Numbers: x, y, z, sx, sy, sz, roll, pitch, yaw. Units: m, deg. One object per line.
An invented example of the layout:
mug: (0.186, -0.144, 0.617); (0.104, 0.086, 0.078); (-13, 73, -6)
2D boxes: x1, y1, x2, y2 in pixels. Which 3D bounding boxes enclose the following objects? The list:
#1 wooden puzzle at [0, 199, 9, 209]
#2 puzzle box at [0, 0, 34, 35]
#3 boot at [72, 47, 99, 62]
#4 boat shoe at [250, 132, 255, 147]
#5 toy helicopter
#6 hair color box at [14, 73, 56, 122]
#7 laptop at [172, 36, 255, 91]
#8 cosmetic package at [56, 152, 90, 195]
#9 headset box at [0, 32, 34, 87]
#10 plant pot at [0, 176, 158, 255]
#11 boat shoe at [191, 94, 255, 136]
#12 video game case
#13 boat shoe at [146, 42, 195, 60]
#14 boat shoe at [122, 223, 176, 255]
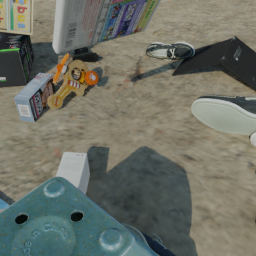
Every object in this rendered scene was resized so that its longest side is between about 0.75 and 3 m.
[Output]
wooden puzzle: (-3.770, 1.868, 5.479); (1.617, 0.280, 2.397); (29, 46, 32)
puzzle box: (-3.613, -4.032, 8.445); (1.494, 2.246, 0.286); (0, 28, -19)
boot: (-1.758, -3.149, 11.780); (1.126, 0.430, 0.946); (-4, 42, 5)
boat shoe: (3.907, 0.580, 6.961); (1.675, 0.603, 0.574); (23, 42, 13)
toy helicopter: (-1.963, -1.463, 9.054); (0.794, 1.332, 2.014); (-3, 46, 43)
hair color box: (-2.822, -0.984, 8.703); (0.492, 0.803, 1.622); (7, 38, 9)
laptop: (3.712, -2.306, 10.953); (2.892, 1.676, 2.708); (38, 45, 1)
cosmetic package: (-1.198, 1.248, 5.875); (0.563, 0.783, 1.387); (3, 36, 4)
headset box: (-4.987, -2.610, 10.368); (2.488, 1.325, 2.857); (-5, 38, -7)
plant pot: (-0.866, 2.060, 3.526); (2.340, 2.384, 2.334); (29, 47, 32)
boat shoe: (3.237, -0.377, 7.690); (2.930, 1.108, 0.884); (20, 54, 7)
video game case: (-0.223, -2.375, 5.040); (2.215, 2.434, 0.268); (-23, 78, -24)
boat shoe: (1.703, -3.117, 11.550); (2.025, 0.766, 0.611); (9, 38, 31)
boat shoe: (0.408, 2.158, 4.766); (1.599, 0.599, 0.494); (18, -2, 43)
